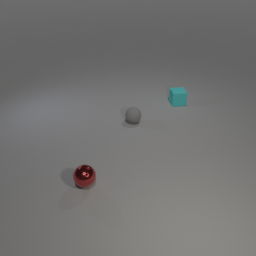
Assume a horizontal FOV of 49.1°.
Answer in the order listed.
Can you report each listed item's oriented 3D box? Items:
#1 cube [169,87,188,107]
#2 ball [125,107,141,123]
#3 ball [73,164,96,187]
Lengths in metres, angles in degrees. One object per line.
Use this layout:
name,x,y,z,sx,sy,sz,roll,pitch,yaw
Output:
cube,2.432,-1.519,13.634,0.700,0.700,0.700,-4,32,-6
ball,0.231,-0.559,12.055,0.700,0.700,0.700,0,32,0
ball,-1.338,1.475,8.629,0.700,0.700,0.700,0,32,0
